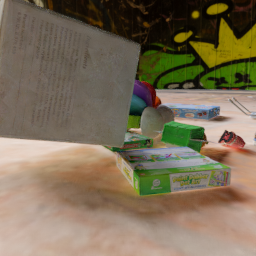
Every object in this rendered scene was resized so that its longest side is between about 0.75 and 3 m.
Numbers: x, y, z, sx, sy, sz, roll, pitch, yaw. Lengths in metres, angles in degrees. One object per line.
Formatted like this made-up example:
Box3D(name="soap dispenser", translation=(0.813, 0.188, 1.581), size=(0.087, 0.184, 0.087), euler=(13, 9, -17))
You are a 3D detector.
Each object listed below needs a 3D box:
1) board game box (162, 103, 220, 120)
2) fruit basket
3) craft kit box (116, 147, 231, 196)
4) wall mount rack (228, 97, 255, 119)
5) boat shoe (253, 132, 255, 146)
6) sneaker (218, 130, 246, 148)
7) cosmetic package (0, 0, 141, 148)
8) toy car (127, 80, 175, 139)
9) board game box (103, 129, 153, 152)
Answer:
Box3D(name="board game box", translation=(2.274, -0.692, 11.085), size=(2.303, 0.421, 1.742), euler=(6, 11, 30))
Box3D(name="fruit basket", translation=(1.259, 0.238, 5.697), size=(1.103, 0.558, 1.191), euler=(14, -3, 40))
Box3D(name="craft kit box", translation=(0.580, 0.568, 4.087), size=(1.274, 0.309, 1.258), euler=(-3, 7, -14))
Box3D(name="wall mount rack", translation=(4.817, -0.795, 10.852), size=(1.669, 0.716, 1.921), euler=(5, 10, 27))
Box3D(name="boat shoe", translation=(3.092, 0.221, 5.480), size=(0.485, 0.485, 1.341), euler=(-7, 12, -37))
Box3D(name="sneaker", translation=(2.201, 0.284, 5.931), size=(0.397, 0.337, 0.915), euler=(30, 5, 3))
Box3D(name="cosmetic package", translation=(-1.362, -0.817, 5.043), size=(2.330, 1.938, 1.950), euler=(8, 3, -37))
Box3D(name="toy car", translation=(0.240, -0.518, 7.142), size=(1.629, 1.396, 1.861), euler=(6, 11, 29))
Box3D(name="board game box", translation=(-0.184, 0.242, 6.223), size=(0.926, 0.200, 1.376), euler=(-4, 10, -25))
